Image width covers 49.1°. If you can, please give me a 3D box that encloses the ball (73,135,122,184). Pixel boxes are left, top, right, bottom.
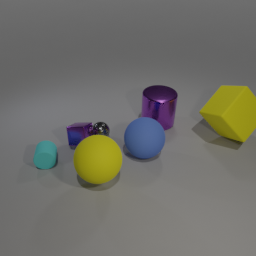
[{"bbox_3d":[-0.863,0.897,8.066,1.400,1.400,1.400,0,30,0],"label":"ball"}]

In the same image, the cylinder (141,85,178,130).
[{"bbox_3d":[1.255,-0.827,11.445,1.400,1.400,1.400,1,36,-1],"label":"cylinder"}]

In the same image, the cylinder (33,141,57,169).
[{"bbox_3d":[-2.728,0.885,9.268,0.700,0.700,0.700,-4,31,-7],"label":"cylinder"}]

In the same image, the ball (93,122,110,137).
[{"bbox_3d":[-1.038,0.108,10.638,0.700,0.700,0.700,0,30,0],"label":"ball"}]

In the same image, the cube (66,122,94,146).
[{"bbox_3d":[-1.704,0.214,10.075,0.700,0.700,0.700,0,14,19],"label":"cube"}]

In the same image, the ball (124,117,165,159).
[{"bbox_3d":[0.563,0.335,9.496,1.400,1.400,1.400,0,30,0],"label":"ball"}]

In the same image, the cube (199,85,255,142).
[{"bbox_3d":[3.771,-0.555,10.116,1.400,1.400,1.400,-49,20,-5],"label":"cube"}]
